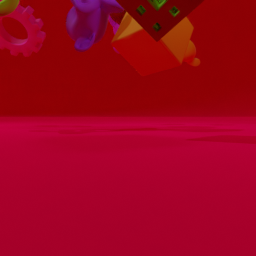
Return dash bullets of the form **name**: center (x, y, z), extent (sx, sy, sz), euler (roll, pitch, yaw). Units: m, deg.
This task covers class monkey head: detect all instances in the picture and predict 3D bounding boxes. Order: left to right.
- **monkey head**: center (-0.743, -2.479, 6.470), extent (1.349, 1.130, 1.875), euler (5, 39, 1)
- **monkey head**: center (-0.215, -3.499, 10.466), extent (1.033, 1.234, 1.715), euler (50, 11, 25)
- **monkey head**: center (1.834, -2.642, 10.030), extent (1.597, 1.149, 0.963), euler (31, 5, -38)

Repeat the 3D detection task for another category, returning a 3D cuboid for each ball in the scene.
- **ball**: center (0.031, -3.550, 8.008), extent (1.277, 1.277, 1.277), euler (0, 2, 0)

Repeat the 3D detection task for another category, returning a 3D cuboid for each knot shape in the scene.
- **knot shape**: center (-2.737, -3.499, 5.960), extent (0.890, 1.803, 1.927), euler (27, -36, 2)

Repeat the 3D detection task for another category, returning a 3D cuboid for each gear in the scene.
- **gear**: center (-3.510, -3.076, 8.691), extent (1.798, 0.333, 1.798), euler (6, -41, 5)

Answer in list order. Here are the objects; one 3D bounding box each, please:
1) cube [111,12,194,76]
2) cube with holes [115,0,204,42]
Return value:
- **cube**: center (0.569, -2.085, 6.329), extent (1.179, 1.179, 1.179), euler (-6, -36, 46)
- **cube with holes**: center (0.474, -2.005, 3.854), extent (0.932, 0.932, 0.932), euler (39, -49, -20)
